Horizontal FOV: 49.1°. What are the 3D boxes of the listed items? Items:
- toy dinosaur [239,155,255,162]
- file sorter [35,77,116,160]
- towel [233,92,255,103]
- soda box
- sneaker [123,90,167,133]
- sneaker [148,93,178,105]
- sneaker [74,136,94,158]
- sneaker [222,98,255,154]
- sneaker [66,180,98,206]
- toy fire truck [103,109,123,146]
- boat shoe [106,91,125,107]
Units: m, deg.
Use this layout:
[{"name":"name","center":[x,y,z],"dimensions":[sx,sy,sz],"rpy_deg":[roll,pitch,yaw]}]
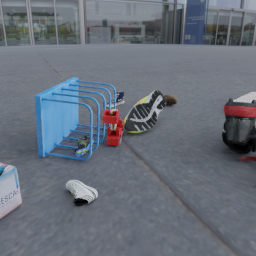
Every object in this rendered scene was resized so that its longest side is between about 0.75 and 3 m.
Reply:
[{"name":"toy dinosaur","center":[4.022,1.168,6.103],"dimensions":[1.437,2.737,2.484],"rpy_deg":[17,50,-13]},{"name":"file sorter","center":[-1.446,-0.361,8.547],"dimensions":[1.577,1.783,2.570],"rpy_deg":[8,22,11]},{"name":"towel","center":[5.829,-1.090,12.187],"dimensions":[1.922,0.500,2.901],"rpy_deg":[18,27,37]},{"name":"soda box","center":[-3.554,1.096,5.855],"dimensions":[2.683,0.918,0.853],"rpy_deg":[9,23,23]},{"name":"sneaker","center":[0.487,-0.462,10.235],"dimensions":[1.116,0.966,2.473],"rpy_deg":[-27,10,42]},{"name":"sneaker","center":[1.509,-1.212,12.723],"dimensions":[1.482,0.522,0.560],"rpy_deg":[13,45,34]},{"name":"sneaker","center":[-1.290,0.506,7.804],"dimensions":[0.406,0.347,0.979],"rpy_deg":[35,26,-1]},{"name":"sneaker","center":[3.488,0.057,8.423],"dimensions":[1.054,1.457,2.982],"rpy_deg":[7,-2,30]},{"name":"sneaker","center":[-1.098,1.381,5.979],"dimensions":[0.822,0.310,0.473],"rpy_deg":[14,23,27]},{"name":"toy fire truck","center":[-0.426,-0.128,8.658],"dimensions":[0.421,1.217,1.725],"rpy_deg":[3,21,5]},{"name":"boat shoe","center":[-0.608,-1.324,12.685],"dimensions":[0.464,0.577,1.243],"rpy_deg":[13,24,31]}]
